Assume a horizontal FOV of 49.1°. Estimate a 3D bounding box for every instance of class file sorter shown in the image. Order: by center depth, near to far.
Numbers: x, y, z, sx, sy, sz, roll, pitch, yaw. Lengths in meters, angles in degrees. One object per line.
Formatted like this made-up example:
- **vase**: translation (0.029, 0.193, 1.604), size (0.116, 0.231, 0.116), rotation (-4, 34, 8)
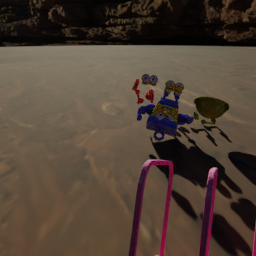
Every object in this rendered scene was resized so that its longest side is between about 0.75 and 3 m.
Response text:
- **file sorter**: translation (1.064, 0.967, 2.148), size (1.956, 1.227, 1.360), rotation (6, -3, 19)

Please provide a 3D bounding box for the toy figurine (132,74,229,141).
- **toy figurine**: translation (1.081, -0.168, 6.904), size (2.434, 1.284, 1.458), rotation (18, 58, 7)
